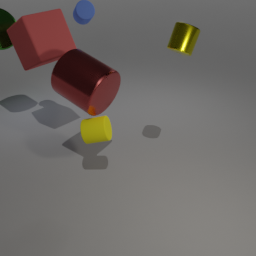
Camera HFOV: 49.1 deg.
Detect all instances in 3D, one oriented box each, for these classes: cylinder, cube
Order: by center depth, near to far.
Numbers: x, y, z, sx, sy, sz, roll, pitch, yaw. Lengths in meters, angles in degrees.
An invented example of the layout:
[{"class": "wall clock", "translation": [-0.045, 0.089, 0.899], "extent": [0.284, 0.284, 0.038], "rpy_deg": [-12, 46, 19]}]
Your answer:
[{"class": "cylinder", "translation": [1.480, -2.365, 7.480], "extent": [0.700, 0.700, 0.700], "rpy_deg": [19, 12, -4]}, {"class": "cylinder", "translation": [-0.876, 0.051, 7.799], "extent": [0.700, 0.700, 0.700], "rpy_deg": [-9, 28, 12]}, {"class": "cylinder", "translation": [-1.156, -1.269, 7.805], "extent": [1.400, 1.400, 1.400], "rpy_deg": [33, 40, 17]}, {"class": "cube", "translation": [-2.794, -2.848, 9.123], "extent": [1.400, 1.400, 1.400], "rpy_deg": [-32, 19, -37]}, {"class": "cylinder", "translation": [-4.895, -3.549, 10.191], "extent": [1.400, 1.400, 1.400], "rpy_deg": [-23, 25, -35]}, {"class": "cylinder", "translation": [-1.632, -4.252, 10.320], "extent": [0.700, 0.700, 0.700], "rpy_deg": [-11, 9, -18]}]
